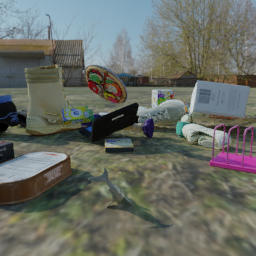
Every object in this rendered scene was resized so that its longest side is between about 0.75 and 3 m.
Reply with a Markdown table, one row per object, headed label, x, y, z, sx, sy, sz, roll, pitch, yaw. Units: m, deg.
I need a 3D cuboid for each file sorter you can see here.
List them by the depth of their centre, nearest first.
| label | x | y | z | sx | sy | sz | roll | pitch | yaw |
| --- | --- | --- | --- | --- | --- | --- | --- | --- | --- |
| file sorter | 2.603 | 0.408 | 6.083 | 1.356 | 0.851 | 0.943 | 7 | 12 | 33 |

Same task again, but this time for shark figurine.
| label | x | y | z | sx | sy | sz | roll | pitch | yaw |
| --- | --- | --- | --- | --- | --- | --- | --- | --- | --- |
| shark figurine | -0.252 | 0.997 | 4.181 | 0.360 | 0.862 | 0.515 | -40 | 55 | -9 |

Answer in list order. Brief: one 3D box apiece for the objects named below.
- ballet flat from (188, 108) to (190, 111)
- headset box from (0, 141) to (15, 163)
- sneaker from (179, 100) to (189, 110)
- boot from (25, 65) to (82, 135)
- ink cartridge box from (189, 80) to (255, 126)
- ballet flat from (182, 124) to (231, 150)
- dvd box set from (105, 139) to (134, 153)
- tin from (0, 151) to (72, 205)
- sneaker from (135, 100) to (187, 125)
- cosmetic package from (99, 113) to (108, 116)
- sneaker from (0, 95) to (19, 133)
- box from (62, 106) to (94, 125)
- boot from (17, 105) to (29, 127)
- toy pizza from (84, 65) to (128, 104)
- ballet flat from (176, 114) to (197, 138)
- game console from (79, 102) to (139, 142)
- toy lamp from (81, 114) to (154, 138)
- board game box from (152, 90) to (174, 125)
| label | x | y | z | sx | sy | sz | roll | pitch | yaw |
| --- | --- | --- | --- | --- | --- | --- | --- | --- | --- |
| ballet flat | 3.768 | -0.852 | 14.265 | 1.436 | 0.515 | 0.515 | -6 | 12 | -16 |
| headset box | -3.182 | 0.620 | 5.608 | 1.601 | 0.600 | 1.190 | 5 | 12 | 25 |
| sneaker | 2.476 | -1.172 | 15.065 | 1.841 | 0.720 | 0.711 | 9 | 7 | 38 |
| boot | -2.435 | -1.094 | 10.119 | 1.083 | 2.313 | 2.976 | 7 | 12 | 32 |
| ink cartridge box | 3.386 | -0.792 | 9.982 | 2.210 | 1.055 | 2.517 | 9 | -2 | 9 |
| ballet flat | 2.077 | 0.257 | 7.969 | 0.591 | 0.591 | 1.702 | -8 | 14 | -37 |
| dvd box set | -0.253 | 0.472 | 7.646 | 0.763 | 0.153 | 1.043 | -1 | 10 | -5 |
| tin | -1.830 | 0.829 | 5.184 | 1.121 | 0.419 | 2.003 | 8 | 12 | 17 |
| sneaker | 0.959 | -0.364 | 10.298 | 2.438 | 0.923 | 1.121 | -10 | 16 | 32 |
| cosmetic package | -0.706 | -0.430 | 11.876 | 1.066 | 0.395 | 0.542 | 2 | 11 | 0 |
| sneaker | -4.766 | -0.199 | 9.479 | 2.769 | 1.079 | 0.971 | -19 | 1 | 33 |
| box | -1.561 | -0.402 | 8.769 | 0.958 | 0.232 | 0.562 | -7 | 48 | -15 |
| boot | -4.103 | -0.610 | 11.572 | 1.659 | 0.880 | 2.521 | -12 | 13 | -42 |
| toy pizza | -0.628 | -1.103 | 7.484 | 1.380 | 1.380 | 0.219 | 10 | 54 | 42 |
| ballet flat | 2.058 | -0.142 | 9.588 | 0.615 | 0.643 | 1.827 | 7 | 12 | 19 |
| game console | -0.614 | -0.291 | 8.447 | 1.564 | 1.376 | 0.911 | -25 | 59 | -28 |
| toy lamp | -0.389 | -0.085 | 9.240 | 2.450 | 0.713 | 0.713 | 5 | 11 | 19 |
| board game box | 1.415 | -0.871 | 11.497 | 0.709 | 1.376 | 0.721 | -2 | 11 | -13 |
